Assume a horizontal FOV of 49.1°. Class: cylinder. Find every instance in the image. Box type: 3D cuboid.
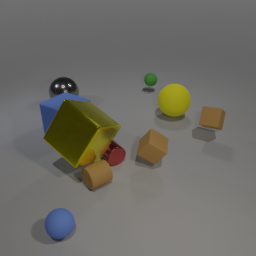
[{"bbox_3d":[-0.925,1.394,8.403,0.700,0.700,0.700,-21,35,-31],"label":"cylinder"},{"bbox_3d":[-0.547,0.813,9.539,0.700,0.700,0.700,-18,34,-28],"label":"cylinder"}]

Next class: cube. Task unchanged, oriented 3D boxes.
[{"bbox_3d":[0.795,0.589,8.955,0.700,0.700,0.700,30,39,-15],"label":"cube"},{"bbox_3d":[-2.388,-0.415,11.001,1.400,1.400,1.400,19,35,30],"label":"cube"},{"bbox_3d":[-1.340,0.126,8.349,1.400,1.400,1.400,38,16,18],"label":"cube"},{"bbox_3d":[3.121,-0.361,10.329,0.700,0.700,0.700,11,-2,31],"label":"cube"}]

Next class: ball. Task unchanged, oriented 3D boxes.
[{"bbox_3d":[1.202,-2.556,14.800,0.700,0.700,0.700,0,29,0],"label":"ball"},{"bbox_3d":[-1.626,2.270,6.680,0.700,0.700,0.700,0,29,0],"label":"ball"},{"bbox_3d":[-3.045,-1.723,13.346,1.400,1.400,1.400,0,29,0],"label":"ball"},{"bbox_3d":[1.989,-1.195,12.074,1.400,1.400,1.400,0,29,0],"label":"ball"}]
